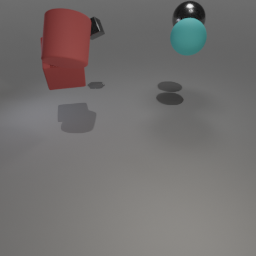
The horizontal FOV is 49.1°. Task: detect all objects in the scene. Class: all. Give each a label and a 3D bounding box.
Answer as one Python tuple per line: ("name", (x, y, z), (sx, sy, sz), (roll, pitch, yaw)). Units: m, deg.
("cube", (-1.563, -4.451, 12.554), (0.700, 0.700, 0.700), (-20, 4, 17))
("cube", (-2.372, -2.415, 10.377), (1.400, 1.400, 1.400), (-8, 66, -9))
("ball", (2.587, -4.649, 11.929), (1.400, 1.400, 1.400), (0, 31, 0))
("ball", (2.362, -3.562, 10.982), (1.400, 1.400, 1.400), (0, 31, 0))
("cylinder", (-1.870, -2.660, 8.520), (1.400, 1.400, 1.400), (4, -1, 0))
